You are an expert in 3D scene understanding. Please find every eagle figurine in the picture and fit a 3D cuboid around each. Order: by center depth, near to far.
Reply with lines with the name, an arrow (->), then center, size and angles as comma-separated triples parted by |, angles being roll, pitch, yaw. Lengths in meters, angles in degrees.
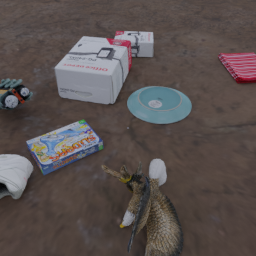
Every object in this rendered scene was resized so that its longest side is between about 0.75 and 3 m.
eagle figurine -> 0.331, 1.582, 5.436 | 1.430, 1.422, 1.884 | -2, 27, -22

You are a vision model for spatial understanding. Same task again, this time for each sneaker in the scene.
sneaker -> -3.351, 1.172, 6.145 | 2.282, 0.889, 1.134 | -3, 43, -2

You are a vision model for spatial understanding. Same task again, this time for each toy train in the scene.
toy train -> -3.534, -0.945, 8.281 | 1.684, 0.718, 0.960 | 11, 53, 46

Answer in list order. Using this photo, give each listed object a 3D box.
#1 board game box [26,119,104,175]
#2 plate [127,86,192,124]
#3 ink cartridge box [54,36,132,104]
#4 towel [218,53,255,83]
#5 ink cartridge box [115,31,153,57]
board game box -> -1.656, 0.454, 7.414 | 1.691, 0.291, 1.145 | -24, 46, -26
plate -> 1.015, -0.873, 9.030 | 2.084, 0.266, 2.084 | 1, 40, -1
ink cartridge box -> -1.096, -2.125, 9.842 | 1.946, 1.117, 2.679 | 8, 41, 10
towel -> 4.616, -2.392, 10.857 | 1.622, 0.252, 2.243 | -3, 40, -5
ink cartridge box -> 0.272, -3.579, 11.920 | 1.640, 0.684, 1.191 | 2, 40, 2
